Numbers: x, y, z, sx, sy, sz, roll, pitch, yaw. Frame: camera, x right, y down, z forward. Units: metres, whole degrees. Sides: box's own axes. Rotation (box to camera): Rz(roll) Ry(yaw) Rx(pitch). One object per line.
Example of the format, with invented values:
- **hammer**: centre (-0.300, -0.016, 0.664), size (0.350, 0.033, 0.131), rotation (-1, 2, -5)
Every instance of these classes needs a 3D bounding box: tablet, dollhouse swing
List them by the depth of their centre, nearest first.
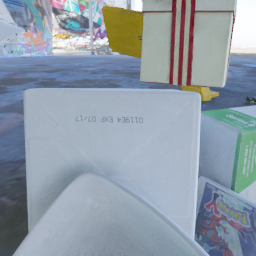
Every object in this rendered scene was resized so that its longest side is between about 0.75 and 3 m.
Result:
- **tablet**: centre (-4.228, -2.740, 8.104), size (1.617, 0.170, 2.485), rotation (-39, 50, -25)
- **dollhouse swing**: centre (3.121, -1.766, 12.000), size (1.114, 1.152, 1.267), rotation (-31, 28, -20)

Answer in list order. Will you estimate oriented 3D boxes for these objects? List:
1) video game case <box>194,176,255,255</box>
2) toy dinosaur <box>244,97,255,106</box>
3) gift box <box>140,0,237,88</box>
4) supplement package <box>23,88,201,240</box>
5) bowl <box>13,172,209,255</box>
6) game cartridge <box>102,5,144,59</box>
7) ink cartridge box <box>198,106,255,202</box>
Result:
- **video game case**: centre (1.071, 1.113, 3.153), size (0.107, 0.851, 0.934), rotation (5, 12, -36)
- **toy dinosaur**: centre (4.850, -0.952, 10.547), size (0.657, 0.354, 1.492), rotation (-1, 20, -24)
- **gift box**: centre (1.882, -2.655, 8.068), size (2.726, 2.759, 2.954), rotation (6, 13, 15)
- **supplement package**: centre (-0.014, 0.244, 3.955), size (1.650, 1.589, 2.901), rotation (2, 8, 7)
- **bowl**: centre (-0.181, 1.272, 1.936), size (1.613, 1.615, 0.603), rotation (29, -9, 44)
- **game cartridge**: centre (0.088, -3.485, 10.344), size (2.082, 1.836, 0.338), rotation (22, 55, 26)
- **ink cartridge box**: centre (2.030, 0.506, 3.873), size (2.136, 1.552, 0.935), rotation (-7, 19, -21)
